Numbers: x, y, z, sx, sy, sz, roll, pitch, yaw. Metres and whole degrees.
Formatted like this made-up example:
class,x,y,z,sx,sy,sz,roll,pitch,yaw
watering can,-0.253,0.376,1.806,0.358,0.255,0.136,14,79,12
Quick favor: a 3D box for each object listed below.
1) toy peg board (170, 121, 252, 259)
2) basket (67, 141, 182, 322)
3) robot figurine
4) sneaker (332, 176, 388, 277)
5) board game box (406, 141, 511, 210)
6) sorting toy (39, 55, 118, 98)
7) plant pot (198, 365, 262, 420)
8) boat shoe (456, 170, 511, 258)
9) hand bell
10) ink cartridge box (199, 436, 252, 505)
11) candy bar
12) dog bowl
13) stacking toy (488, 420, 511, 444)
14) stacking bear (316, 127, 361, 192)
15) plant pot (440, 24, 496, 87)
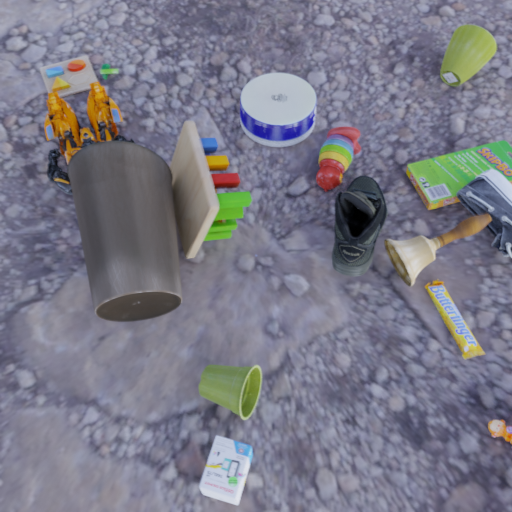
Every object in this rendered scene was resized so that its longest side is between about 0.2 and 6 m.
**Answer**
class,x,y,z,sx,sy,sz,roll,pitch,yaw
toy peg board,-0.918,-1.235,10.712,0.930,1.902,1.894,-6,65,-25
basket,-2.273,-0.313,10.082,1.814,2.404,2.667,-16,67,7
robot figurine,-3.679,-2.539,12.188,2.017,0.810,2.782,-18,57,-9
sneaker,2.067,-0.962,10.795,0.974,1.459,2.547,14,48,12
board game box,4.531,-1.761,11.967,2.351,0.352,1.123,-17,57,-5
sorting toy,-4.356,-4.538,13.832,1.767,0.260,1.306,-21,59,-12
plant pot,-0.465,2.156,9.248,0.848,0.893,0.893,10,57,20
boat shoe,4.997,-0.384,10.732,0.968,1.025,2.857,-33,69,-2
hand bell,3.461,-0.298,10.374,1.906,0.992,0.992,-27,60,2
ink cartridge box,-0.451,3.292,8.584,0.586,0.584,0.799,13,58,10
candy bar,3.589,1.137,10.226,0.405,0.180,1.625,-15,59,-10
dog bowl,0.499,-3.358,12.818,1.748,0.688,1.748,0,57,0
stacking toy,4.356,3.033,8.759,1.491,0.818,0.866,31,67,33
stacking bear,1.684,-2.010,11.969,0.759,0.811,1.335,14,65,19
plant pot,5.012,-4.741,13.590,1.114,1.114,1.190,31,80,19
